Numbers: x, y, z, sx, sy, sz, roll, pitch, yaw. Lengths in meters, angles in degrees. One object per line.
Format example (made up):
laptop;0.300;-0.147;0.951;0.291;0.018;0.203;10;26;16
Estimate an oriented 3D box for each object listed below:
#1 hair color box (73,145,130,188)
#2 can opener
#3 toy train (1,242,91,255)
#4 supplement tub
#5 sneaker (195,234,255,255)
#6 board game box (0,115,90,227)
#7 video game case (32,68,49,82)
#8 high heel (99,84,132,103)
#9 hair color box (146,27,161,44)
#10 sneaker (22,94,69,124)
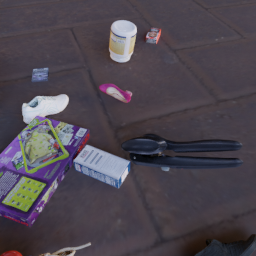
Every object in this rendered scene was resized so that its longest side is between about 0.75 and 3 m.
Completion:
hair color box;-0.651;0.953;7.053;1.284;0.388;0.642;19;47;19
can opener;1.190;0.610;6.359;2.667;0.845;1.048;4;11;23
toy train;-1.799;2.901;4.629;2.561;1.084;1.482;-9;55;-9
supplement tub;-0.218;-3.192;10.377;0.926;1.282;0.926;5;50;-6
sneaker;1.870;2.406;5.481;1.521;0.457;0.793;-34;58;-26
board game box;-2.389;0.888;7.131;1.763;0.474;2.938;18;46;12
video game case;-3.233;-1.965;10.343;0.578;0.077;0.809;-7;45;-7
high heel;-0.457;-1.127;9.245;1.158;0.390;0.555;21;35;3
hair color box;1.131;-4.104;12.419;0.491;0.296;0.968;11;45;10
sneaker;-2.518;-0.716;8.646;1.570;0.629;0.552;-33;51;-31
